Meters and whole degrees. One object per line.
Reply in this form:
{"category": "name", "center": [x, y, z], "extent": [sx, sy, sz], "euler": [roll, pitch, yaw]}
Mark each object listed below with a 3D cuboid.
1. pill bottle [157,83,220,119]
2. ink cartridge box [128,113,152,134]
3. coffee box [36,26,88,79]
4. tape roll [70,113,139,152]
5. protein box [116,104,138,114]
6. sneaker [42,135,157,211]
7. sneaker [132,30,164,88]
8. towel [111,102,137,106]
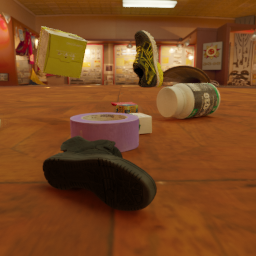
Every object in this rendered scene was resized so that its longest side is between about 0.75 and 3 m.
{"category": "pill bottle", "center": [2.734, -1.240, 12.689], "extent": [2.760, 1.561, 1.561], "euler": [-8, 14, -35]}
{"category": "ink cartridge box", "center": [-0.033, -0.149, 9.614], "extent": [1.448, 0.611, 1.058], "euler": [-4, 12, -21]}
{"category": "coffee box", "center": [-2.811, -3.149, 11.709], "extent": [1.600, 1.602, 1.584], "euler": [4, 24, -31]}
{"category": "tape roll", "center": [-0.650, 0.085, 7.910], "extent": [1.920, 0.816, 1.920], "euler": [0, 10, 0]}
{"category": "protein box", "center": [-0.048, -0.859, 13.474], "extent": [0.766, 0.521, 0.772], "euler": [10, 15, 41]}
{"category": "sneaker", "center": [-0.446, 0.636, 5.054], "extent": [2.702, 0.812, 1.409], "euler": [4, 16, 35]}
{"category": "sneaker", "center": [0.613, -2.688, 10.911], "extent": [1.029, 2.433, 0.906], "euler": [-14, -11, -21]}
{"category": "towel", "center": [-0.270, -1.539, 17.914], "extent": [1.475, 0.166, 1.067], "euler": [-3, 12, -17]}
